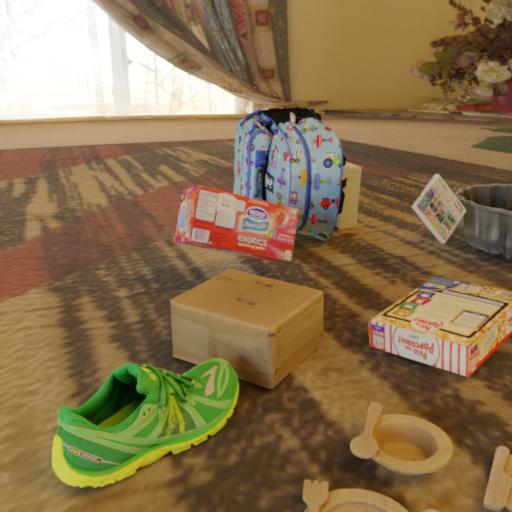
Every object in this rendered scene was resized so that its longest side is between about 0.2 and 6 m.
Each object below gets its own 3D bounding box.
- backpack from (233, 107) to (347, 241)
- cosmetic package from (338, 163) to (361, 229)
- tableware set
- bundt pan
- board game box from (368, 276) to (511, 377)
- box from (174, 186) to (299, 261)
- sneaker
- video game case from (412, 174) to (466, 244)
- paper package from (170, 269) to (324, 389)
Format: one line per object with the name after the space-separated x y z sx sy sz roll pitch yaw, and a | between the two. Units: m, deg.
0.786 -1.783 12.762 2.089 2.834 3.105 -2 28 -14 | backpack
2.019 -1.458 13.670 0.819 1.523 0.646 -3 20 -20 | cosmetic package
1.779 2.156 4.838 2.706 0.314 2.261 9 21 23 | tableware set
5.819 -0.693 12.000 3.094 1.161 3.094 0 18 0 | bundt pan
2.741 0.903 7.950 1.458 0.446 1.924 13 26 44 | board game box
-0.352 -0.547 10.213 2.029 1.012 0.969 11 -4 -25 | box
-1.002 1.516 5.760 0.830 0.936 2.240 15 23 39 | sneaker
3.475 -0.889 10.609 0.905 0.994 0.118 -51 20 -20 | video game case
-0.094 0.922 7.656 1.663 0.860 1.585 11 21 31 | paper package
